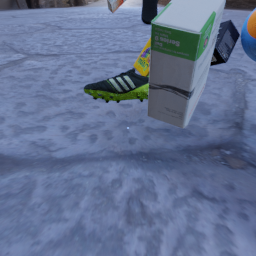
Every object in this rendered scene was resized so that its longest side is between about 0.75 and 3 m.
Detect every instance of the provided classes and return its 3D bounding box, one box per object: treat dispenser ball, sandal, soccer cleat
[{"bbox_3d":[4.112,-2.657,7.869,1.755,1.755,1.755,0,29,0],"label":"treat dispenser ball"},{"bbox_3d":[0.777,-4.497,9.908,0.726,1.930,0.462,11,-12,-3],"label":"sandal"},{"bbox_3d":[-0.154,-1.123,7.370,2.063,0.836,0.696,2,-16,15],"label":"soccer cleat"}]

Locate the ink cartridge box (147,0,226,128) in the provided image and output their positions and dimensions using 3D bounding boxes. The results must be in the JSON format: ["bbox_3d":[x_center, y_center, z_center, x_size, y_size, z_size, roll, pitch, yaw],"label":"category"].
[{"bbox_3d":[1.171,-1.408,5.964,0.972,2.312,1.687,20,49,18],"label":"ink cartridge box"}]

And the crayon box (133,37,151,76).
[{"bbox_3d":[1.010,-2.193,7.912,0.668,2.629,1.669,27,16,-21],"label":"crayon box"}]

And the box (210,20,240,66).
[{"bbox_3d":[2.597,-2.460,8.240,0.881,0.621,1.191,1,54,54],"label":"box"}]

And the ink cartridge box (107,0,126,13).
[{"bbox_3d":[-0.257,-3.801,7.922,0.774,0.239,0.954,-46,-3,-5],"label":"ink cartridge box"}]
